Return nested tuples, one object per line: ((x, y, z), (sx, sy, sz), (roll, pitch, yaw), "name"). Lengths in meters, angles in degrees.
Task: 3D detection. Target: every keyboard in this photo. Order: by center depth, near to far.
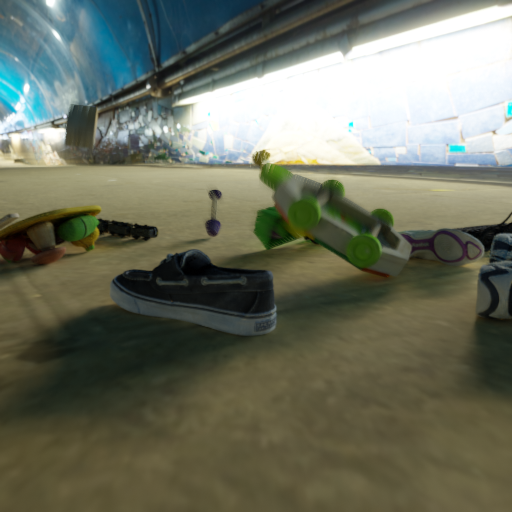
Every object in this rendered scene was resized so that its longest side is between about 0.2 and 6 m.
((5.075, -0.656, 12.466), (3.772, 0.747, 1.963), (-8, 14, -28), "keyboard")

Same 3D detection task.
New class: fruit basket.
((0.725, -0.613, 11.717), (1.289, 0.930, 1.289), (9, 31, -5), "fruit basket")

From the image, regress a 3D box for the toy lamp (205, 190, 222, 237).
((-1.017, -1.011, 13.359), (0.374, 0.374, 1.285), (0, 51, -1), "toy lamp")

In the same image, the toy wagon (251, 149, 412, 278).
((1.222, -0.798, 9.766), (3.187, 0.631, 2.473), (33, 22, 8), "toy wagon")

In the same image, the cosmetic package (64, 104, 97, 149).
((-3.030, -2.259, 9.729), (0.501, 0.339, 0.953), (3, 39, -16), "cosmetic package")

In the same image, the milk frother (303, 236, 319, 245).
((1.514, -0.825, 12.549), (0.920, 1.020, 0.959), (5, 12, 41), "milk frother")

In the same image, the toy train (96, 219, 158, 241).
((-3.200, -0.658, 13.265), (2.256, 0.385, 0.517), (8, 11, 33), "toy train")

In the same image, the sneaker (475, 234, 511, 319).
((3.883, 0.296, 7.555), (1.448, 0.888, 2.226), (8, 15, 29), "sneaker")

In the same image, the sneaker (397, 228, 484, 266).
((3.398, -0.255, 10.624), (1.828, 0.684, 0.910), (8, 15, 34), "sneaker")

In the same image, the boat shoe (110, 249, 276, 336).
((-0.900, 0.338, 7.300), (2.630, 0.891, 0.943), (9, 15, 36), "boat shoe")

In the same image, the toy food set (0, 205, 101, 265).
((-3.953, -0.263, 10.671), (1.590, 0.883, 2.703), (-21, 0, 26), "toy food set")
